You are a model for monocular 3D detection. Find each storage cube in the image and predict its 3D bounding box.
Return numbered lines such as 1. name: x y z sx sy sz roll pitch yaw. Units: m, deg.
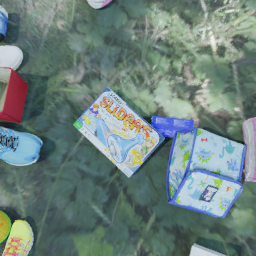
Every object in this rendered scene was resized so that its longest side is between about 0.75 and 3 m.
1. storage cube: -3.476 -0.860 7.355 1.143 1.202 1.337 7 79 1

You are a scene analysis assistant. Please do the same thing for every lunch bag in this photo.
1. lunch bag: 1.834 1.085 6.759 1.582 1.185 1.860 20 78 -18

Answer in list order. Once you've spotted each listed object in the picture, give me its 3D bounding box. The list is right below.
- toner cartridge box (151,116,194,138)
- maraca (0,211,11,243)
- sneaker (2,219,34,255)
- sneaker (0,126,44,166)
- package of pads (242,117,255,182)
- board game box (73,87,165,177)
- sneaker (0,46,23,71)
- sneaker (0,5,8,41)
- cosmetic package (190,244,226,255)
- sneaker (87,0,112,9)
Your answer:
1. toner cartridge box: 1.191 -0.008 7.619 1.119 0.242 0.531 7 89 1
2. maraca: -3.554 2.431 6.938 1.272 0.680 0.872 12 60 1
3. sneaker: -2.753 3.038 6.798 0.611 0.706 1.564 4 77 2
4. sneaker: -3.352 0.374 7.170 2.331 1.048 0.914 13 79 3
5. package of pads: 4.378 0.618 7.123 2.742 1.038 1.652 3 79 1
6. board game box: -0.239 0.096 7.451 2.063 0.356 1.397 42 92 9
7. sneaker: -4.121 -1.880 7.637 2.319 1.026 0.873 -14 75 -6
8. sneaker: -4.760 -2.707 7.817 2.710 1.065 1.208 -10 76 -2
9. cosmetic package: 1.696 4.227 6.452 1.104 0.677 2.675 14 78 23
10. sneaker: -1.191 -5.005 8.227 1.097 1.179 2.731 -29 79 -7
